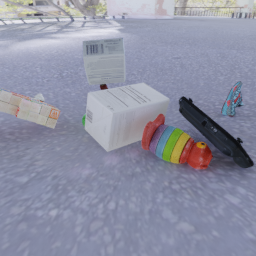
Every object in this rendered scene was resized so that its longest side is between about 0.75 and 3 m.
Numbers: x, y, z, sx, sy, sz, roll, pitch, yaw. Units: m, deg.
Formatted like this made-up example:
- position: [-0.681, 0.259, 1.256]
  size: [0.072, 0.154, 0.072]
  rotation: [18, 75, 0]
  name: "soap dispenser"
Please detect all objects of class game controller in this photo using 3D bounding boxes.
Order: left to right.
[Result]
- position: [2.228, 0.050, 7.324]
  size: [1.332, 0.538, 2.554]
  rotation: [31, 15, -36]
  name: "game controller"

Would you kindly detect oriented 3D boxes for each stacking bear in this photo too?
- position: [1.260, 0.455, 6.918]
  size: [1.654, 0.940, 1.004]
  rotation: [25, 32, 22]
  name: "stacking bear"

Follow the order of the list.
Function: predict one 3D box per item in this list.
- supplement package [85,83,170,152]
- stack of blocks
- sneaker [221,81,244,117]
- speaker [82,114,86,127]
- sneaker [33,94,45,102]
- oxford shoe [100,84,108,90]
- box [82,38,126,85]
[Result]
- position: [-0.032, -0.385, 7.916]
  size: [2.012, 1.220, 1.205]
  rotation: [-16, 41, -36]
  name: "supplement package"
- position: [-3.104, -0.631, 8.247]
  size: [1.935, 0.567, 1.114]
  rotation: [19, 4, -29]
  name: "stack of blocks"
- position: [3.711, -0.967, 9.632]
  size: [0.608, 1.272, 0.504]
  rotation: [26, 1, 16]
  name: "sneaker"
- position: [-0.981, -0.448, 9.070]
  size: [0.578, 0.578, 1.307]
  rotation: [9, 28, 17]
  name: "speaker"
- position: [-3.334, -0.879, 9.978]
  size: [0.794, 0.309, 0.394]
  rotation: [-35, 75, -3]
  name: "sneaker"
- position: [-0.760, -1.207, 10.279]
  size: [0.350, 0.371, 0.992]
  rotation: [-19, 57, 4]
  name: "oxford shoe"
- position: [-0.797, -2.289, 9.784]
  size: [1.396, 1.518, 0.796]
  rotation: [-5, 62, -2]
  name: "box"
